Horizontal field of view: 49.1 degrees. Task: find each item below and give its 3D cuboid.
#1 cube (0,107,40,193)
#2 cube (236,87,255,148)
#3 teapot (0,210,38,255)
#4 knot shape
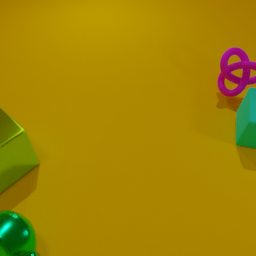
[{"bbox_3d":[-3.173,0.502,6.593,1.363,1.363,1.363,36,59,25],"label":"cube"},{"bbox_3d":[3.525,-0.199,7.227,1.128,1.128,1.128,10,58,8],"label":"cube"},{"bbox_3d":[-2.307,2.226,5.315,1.811,1.126,0.887,31,24,13],"label":"teapot"},{"bbox_3d":[3.303,-1.585,8.098,1.306,1.395,0.645,7,27,16],"label":"knot shape"}]
